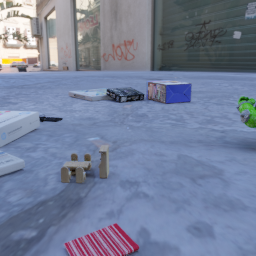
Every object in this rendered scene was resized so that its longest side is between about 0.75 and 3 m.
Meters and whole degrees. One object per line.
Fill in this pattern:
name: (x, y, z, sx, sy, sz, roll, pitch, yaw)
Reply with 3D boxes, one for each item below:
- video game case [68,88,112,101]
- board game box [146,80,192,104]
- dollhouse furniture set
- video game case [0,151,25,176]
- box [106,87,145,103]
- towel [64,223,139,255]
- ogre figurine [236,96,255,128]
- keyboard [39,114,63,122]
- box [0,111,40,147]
video game case: (-1.644, -1.999, 16.434, 2.797, 0.308, 2.550, -11, 19, -39)
board game box: (2.138, -1.958, 14.953, 1.604, 0.975, 2.012, -6, 15, -24)
dollhouse furniture set: (-0.817, 0.652, 5.469, 0.859, 0.559, 0.789, 1, 14, 3)
video game case: (-3.338, 0.802, 5.565, 1.695, 0.205, 1.859, 11, 19, 38)
box: (-0.143, -1.815, 15.116, 1.646, 0.358, 1.319, -10, 29, -37)
towel: (-0.314, 1.429, 3.365, 0.766, 0.086, 0.554, -11, 20, -30)
ogre figurine: (3.746, -0.101, 7.094, 1.378, 1.128, 2.299, -22, 67, -48)
keyboard: (-3.118, -0.404, 10.306, 1.308, 0.259, 0.681, 2, 14, 13)
box: (-4.425, -0.064, 8.296, 2.786, 0.574, 2.172, 4, 16, 10)
